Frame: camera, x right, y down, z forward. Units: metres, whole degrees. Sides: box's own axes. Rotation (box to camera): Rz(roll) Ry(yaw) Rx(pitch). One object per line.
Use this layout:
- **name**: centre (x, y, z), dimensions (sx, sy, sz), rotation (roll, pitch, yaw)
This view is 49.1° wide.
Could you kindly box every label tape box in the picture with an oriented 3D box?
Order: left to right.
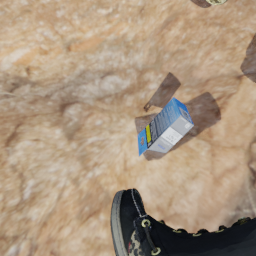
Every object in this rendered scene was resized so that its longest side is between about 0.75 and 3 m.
- **label tape box**: centre (0.715, 0.055, 5.651), dimensions (0.375, 0.855, 1.186), rotation (34, 114, -17)

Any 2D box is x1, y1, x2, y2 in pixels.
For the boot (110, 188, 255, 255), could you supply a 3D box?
- **boot**: centre (0.913, 1.514, 3.661), dimensions (2.080, 0.994, 2.753), rotation (-25, 27, 3)

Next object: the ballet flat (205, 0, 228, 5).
- **ballet flat**: centre (1.656, -3.676, 6.384), dimensions (0.934, 2.773, 0.643), rotation (-2, 69, 35)
